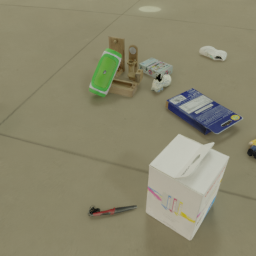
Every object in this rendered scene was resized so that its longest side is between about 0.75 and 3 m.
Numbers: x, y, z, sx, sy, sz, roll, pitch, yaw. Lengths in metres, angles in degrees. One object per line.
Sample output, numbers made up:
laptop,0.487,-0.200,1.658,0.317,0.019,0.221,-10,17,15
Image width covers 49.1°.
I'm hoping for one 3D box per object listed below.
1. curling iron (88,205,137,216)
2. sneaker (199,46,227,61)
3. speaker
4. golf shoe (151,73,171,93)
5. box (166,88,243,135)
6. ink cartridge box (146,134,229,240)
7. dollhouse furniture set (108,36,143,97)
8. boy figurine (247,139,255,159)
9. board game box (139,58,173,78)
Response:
curling iron,-0.471,2.457,8.491,1.512,0.193,0.375,-5,40,-6
sneaker,4.851,-4.236,16.133,1.587,0.597,0.702,17,55,18
speaker,-1.046,-2.525,12.885,0.931,2.106,0.931,23,5,-2
golf shoe,1.699,-2.369,13.727,0.631,0.784,1.612,19,42,24
box,3.188,-0.667,11.947,1.727,0.462,2.851,-25,45,-26
ink cartridge box,1.597,1.521,7.809,1.558,2.488,1.599,26,47,27
dollhouse furniture set,-0.365,-3.061,13.697,2.159,1.850,2.270,14,42,16
boy figurine,4.970,0.658,10.459,0.784,0.406,1.262,30,51,34
board game box,1.476,-3.175,14.913,1.074,0.468,1.455,-33,49,-32
